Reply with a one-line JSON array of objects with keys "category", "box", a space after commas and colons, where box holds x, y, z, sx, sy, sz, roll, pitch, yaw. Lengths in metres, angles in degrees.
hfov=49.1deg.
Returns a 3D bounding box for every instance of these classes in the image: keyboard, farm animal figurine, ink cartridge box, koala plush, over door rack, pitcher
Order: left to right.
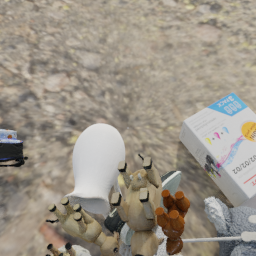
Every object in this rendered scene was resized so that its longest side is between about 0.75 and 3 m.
[{"category": "pitcher", "box": [-0.529, 0.964, 5.996, 1.112, 1.574, 1.835, -19, 44, 29]}, {"category": "farm animal figurine", "box": [-0.193, 1.777, 4.622, 2.444, 1.229, 1.974, -32, 36, -9]}, {"category": "keyboard", "box": [0.506, 2.275, 5.063, 0.337, 0.064, 1.199, 14, 66, 34]}, {"category": "over door rack", "box": [0.979, 2.735, 4.379, 2.872, 0.957, 2.122, -21, 29, 26]}, {"category": "ink cartridge box", "box": [2.633, 0.669, 6.407, 1.559, 0.919, 2.709, -30, 65, -14]}, {"category": "koala plush", "box": [2.266, 2.312, 5.015, 1.940, 2.011, 2.188, 20, 35, -11]}]

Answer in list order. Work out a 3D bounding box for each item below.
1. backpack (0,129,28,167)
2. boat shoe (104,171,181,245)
[{"category": "backpack", "box": [-2.989, 0.456, 6.125, 1.083, 1.137, 0.876, -12, 78, 25]}, {"category": "boat shoe", "box": [0.382, 1.460, 5.845, 0.631, 0.791, 2.091, 23, 37, 33]}]
